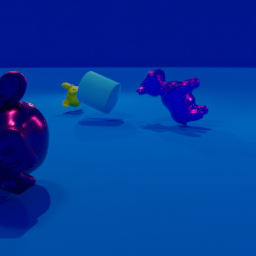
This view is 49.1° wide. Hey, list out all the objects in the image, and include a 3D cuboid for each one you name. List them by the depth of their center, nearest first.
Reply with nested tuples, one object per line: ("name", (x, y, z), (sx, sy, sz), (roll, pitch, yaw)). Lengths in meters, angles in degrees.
("monkey head", (-1.660, 0.211, 3.562), (1.269, 1.764, 1.063), (3, 38, -20))
("cow figurine", (1.149, -0.828, 7.639), (1.686, 1.713, 0.940), (-14, 11, 37))
("cylinder", (-0.866, -1.062, 8.449), (0.998, 0.998, 0.998), (25, 19, 11))
("monkey head", (-1.994, -1.163, 9.933), (0.869, 0.728, 1.208), (27, 27, 11))
